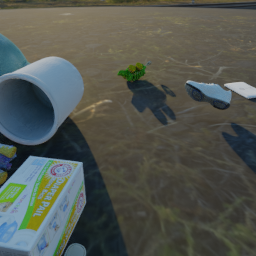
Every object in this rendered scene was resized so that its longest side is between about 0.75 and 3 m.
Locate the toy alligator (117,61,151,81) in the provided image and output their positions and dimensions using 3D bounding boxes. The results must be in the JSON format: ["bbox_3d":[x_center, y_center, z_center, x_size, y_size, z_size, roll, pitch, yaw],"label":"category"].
[{"bbox_3d":[0.496,-2.632,13.161,2.394,0.710,0.649,-27,80,-41],"label":"toy alligator"}]

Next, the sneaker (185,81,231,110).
[{"bbox_3d":[2.842,-1.270,9.942,1.715,0.639,0.747,26,63,7],"label":"sneaker"}]

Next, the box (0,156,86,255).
[{"bbox_3d":[-1.639,1.549,4.947,1.192,1.074,2.119,5,29,10],"label":"box"}]

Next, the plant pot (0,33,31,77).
[{"bbox_3d":[-4.555,-1.839,9.829,1.931,2.883,2.883,23,25,-14],"label":"plant pot"}]

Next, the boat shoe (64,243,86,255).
[{"bbox_3d":[-0.994,2.420,4.187,0.461,0.393,1.380,18,36,8],"label":"boat shoe"}]

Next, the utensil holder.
[{"bbox_3d":[-2.651,-0.981,8.575,2.091,2.091,2.461,5,28,9],"label":"utensil holder"}]

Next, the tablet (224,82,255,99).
[{"bbox_3d":[4.930,-1.613,11.778,1.034,0.108,1.589,-9,29,-16],"label":"tablet"}]

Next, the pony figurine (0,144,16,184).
[{"bbox_3d":[-3.875,0.518,6.487,2.323,1.935,2.243,20,41,5],"label":"pony figurine"}]
